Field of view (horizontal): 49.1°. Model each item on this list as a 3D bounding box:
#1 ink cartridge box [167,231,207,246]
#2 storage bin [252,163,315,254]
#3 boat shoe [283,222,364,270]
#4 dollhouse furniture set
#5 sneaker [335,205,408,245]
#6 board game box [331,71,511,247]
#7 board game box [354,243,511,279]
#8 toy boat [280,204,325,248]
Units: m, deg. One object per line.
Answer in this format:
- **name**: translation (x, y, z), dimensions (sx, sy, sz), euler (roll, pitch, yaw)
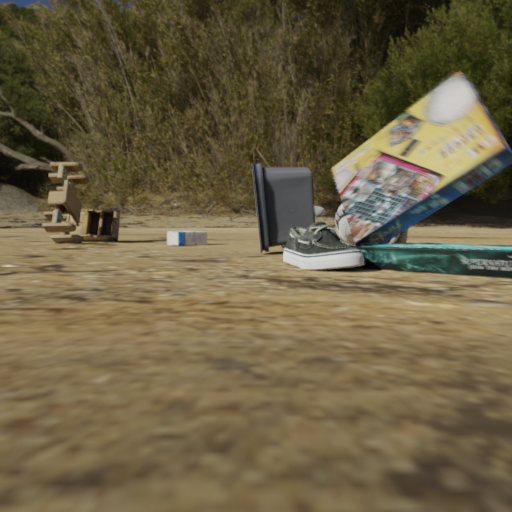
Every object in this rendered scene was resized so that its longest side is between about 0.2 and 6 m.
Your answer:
- **ink cartridge box**: translation (-1.945, -0.524, 16.665), dimensions (1.230, 0.417, 0.713), euler (-3, 5, -36)
- **storage bin**: translation (0.609, -1.111, 12.235), dimensions (1.258, 1.873, 1.363), euler (-5, 19, 0)
- **boat shoe**: translation (0.955, -0.176, 8.806), dimensions (0.744, 0.732, 2.065), euler (-2, 4, -25)
- **dollhouse furniture set**: translation (-5.522, -1.454, 18.008), dimensions (1.677, 2.213, 2.525), euler (-1, -23, 0)
- **sneaker**: translation (3.155, -0.824, 15.563), dimensions (1.274, 1.948, 3.390), euler (0, -31, -11)
- **board game box**: translation (2.640, -1.533, 9.421), dimensions (0.478, 1.872, 2.763), euler (26, -49, -38)
- **board game box**: translation (3.093, 0.025, 8.459), dimensions (2.725, 0.384, 1.843), euler (4, 5, 43)
- **toy boat**: translation (1.105, -0.925, 14.704), dimensions (1.505, 1.265, 0.699), euler (-39, 45, -25)
